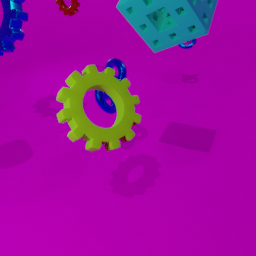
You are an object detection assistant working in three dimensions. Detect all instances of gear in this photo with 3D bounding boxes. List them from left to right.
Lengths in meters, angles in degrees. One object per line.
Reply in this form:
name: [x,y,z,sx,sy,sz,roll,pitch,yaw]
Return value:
gear: [-3.369,-2.856,7.124,1.938,1.938,0.358,18,15,26]
gear: [-2.301,-4.838,10.559,1.139,1.139,0.211,20,42,29]
gear: [-0.464,-0.337,4.791,1.456,1.456,0.269,-24,0,-33]

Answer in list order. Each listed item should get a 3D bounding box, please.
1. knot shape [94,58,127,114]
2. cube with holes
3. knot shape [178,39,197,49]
knot shape: [-0.419,-0.896,6.685,0.605,1.310,1.226,16,53,1]
cube with holes: [0.723,-2.216,4.791,1.117,1.117,1.117,-7,53,44]
knot shape: [2.175,-3.422,10.435,1.100,1.029,0.508,9,-16,-35]
